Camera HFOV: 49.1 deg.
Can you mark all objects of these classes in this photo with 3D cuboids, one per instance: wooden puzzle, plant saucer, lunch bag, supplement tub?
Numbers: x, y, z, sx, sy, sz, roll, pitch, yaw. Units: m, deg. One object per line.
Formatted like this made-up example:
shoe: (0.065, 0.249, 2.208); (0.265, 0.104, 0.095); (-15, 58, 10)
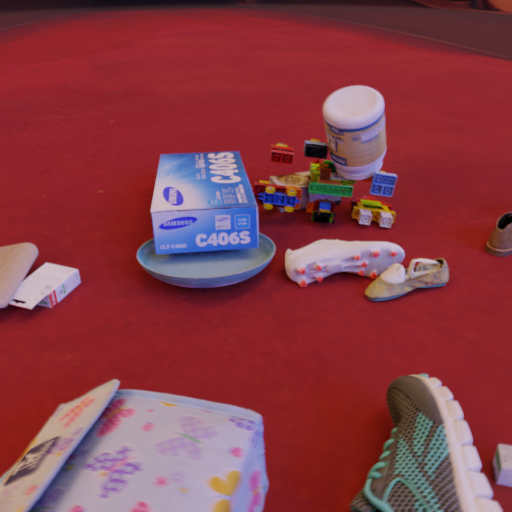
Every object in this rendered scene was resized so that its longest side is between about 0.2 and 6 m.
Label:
wooden puzzle: (-5.184, 0.486, 9.930); (2.159, 0.402, 1.997); (-6, 31, 2)
plant saucer: (-0.933, 0.017, 10.621); (2.595, 0.356, 2.595); (0, 23, 0)
lunch bag: (-1.468, 2.496, 5.512); (2.643, 1.680, 2.242); (5, 31, 20)
supplement tub: (2.051, -2.501, 11.544); (1.195, 1.652, 1.195); (-8, 50, 10)

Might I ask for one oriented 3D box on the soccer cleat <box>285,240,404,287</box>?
soccer cleat: (1.638, -0.008, 10.507); (2.254, 0.781, 0.874); (-8, 40, -7)

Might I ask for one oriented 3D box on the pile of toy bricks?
pile of toy bricks: (1.563, -1.740, 12.464); (3.175, 1.761, 1.567); (8, 27, -3)

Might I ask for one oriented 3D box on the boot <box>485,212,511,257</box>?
boot: (5.464, -0.610, 11.614); (1.873, 0.707, 0.689); (-24, 36, -36)

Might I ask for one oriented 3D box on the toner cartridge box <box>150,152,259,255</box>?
toner cartridge box: (-1.153, -1.319, 12.160); (1.991, 0.905, 4.191); (-5, 25, -5)

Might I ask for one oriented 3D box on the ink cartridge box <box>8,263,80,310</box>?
ink cartridge box: (-3.797, 0.624, 9.912); (0.706, 0.326, 1.296); (11, 34, 17)

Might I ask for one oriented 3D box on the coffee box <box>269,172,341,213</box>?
coffee box: (1.159, -1.547, 13.248); (1.523, 0.608, 0.861); (-9, 32, -14)

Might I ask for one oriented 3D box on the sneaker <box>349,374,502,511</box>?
sneaker: (1.685, 2.471, 6.082); (1.412, 1.201, 3.095); (-4, 30, 1)

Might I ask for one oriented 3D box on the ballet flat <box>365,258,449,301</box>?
ballet flat: (2.721, 0.362, 10.104); (1.699, 0.601, 0.601); (-10, 32, -17)

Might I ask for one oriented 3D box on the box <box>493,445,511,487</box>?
box: (3.083, 2.530, 6.723); (0.370, 0.317, 0.368); (5, 31, 12)
